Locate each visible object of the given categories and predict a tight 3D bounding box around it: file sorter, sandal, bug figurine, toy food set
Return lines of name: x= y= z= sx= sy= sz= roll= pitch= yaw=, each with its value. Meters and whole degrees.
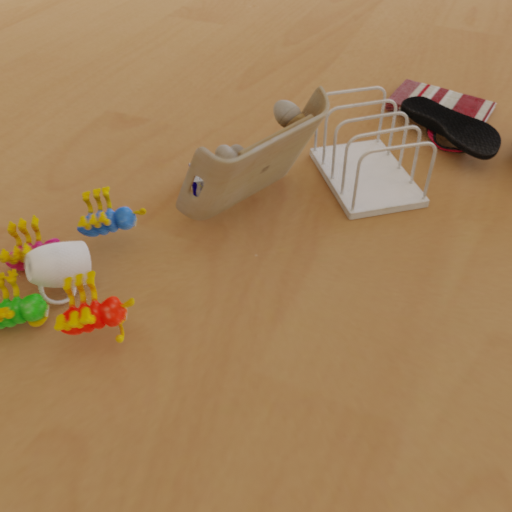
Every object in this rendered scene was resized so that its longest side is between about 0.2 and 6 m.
file sorter: x=1.935 y=-1.811 z=9.536 sx=1.422 sy=1.276 sz=2.049 roll=-10 pitch=44 yaw=-10
sandal: x=3.697 y=-2.384 z=10.735 sx=0.919 sy=0.551 sz=2.446 roll=-18 pitch=41 yaw=-19
bug figurine: x=-2.602 y=0.204 z=7.672 sx=2.142 sy=0.711 sz=2.762 roll=-10 pitch=42 yaw=3
toy food set: x=-0.089 y=-1.627 z=8.799 sx=2.477 sy=1.778 sz=0.748 roll=-32 pitch=80 yaw=-29

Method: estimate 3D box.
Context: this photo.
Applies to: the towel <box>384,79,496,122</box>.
towel: x=3.887 y=-3.181 z=11.828 sx=2.022 sy=0.230 sz=1.456 roll=23 pitch=45 yaw=21

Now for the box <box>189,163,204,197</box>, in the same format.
box: x=-0.824 y=-1.345 z=9.712 sx=0.634 sy=0.333 sz=0.583 roll=-6 pitch=43 yaw=-8

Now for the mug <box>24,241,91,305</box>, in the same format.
mug: x=-2.707 y=0.238 z=7.622 sx=0.743 sy=0.847 sz=0.626 roll=-6 pitch=3 yaw=-36
